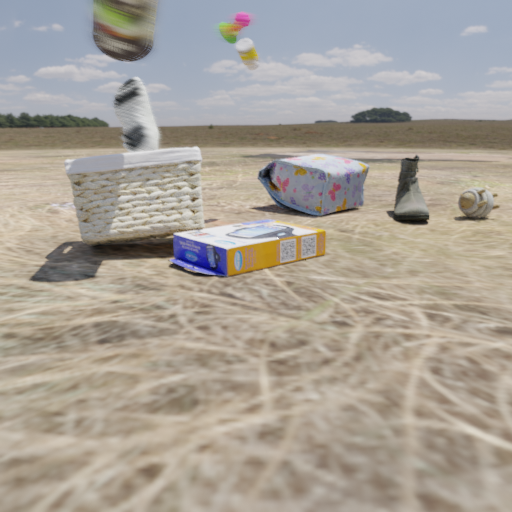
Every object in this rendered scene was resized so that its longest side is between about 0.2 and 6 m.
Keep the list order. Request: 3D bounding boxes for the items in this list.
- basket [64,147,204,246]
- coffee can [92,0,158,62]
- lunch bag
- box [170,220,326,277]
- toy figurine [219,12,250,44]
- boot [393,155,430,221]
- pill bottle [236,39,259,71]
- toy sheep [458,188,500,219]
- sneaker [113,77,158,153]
[{"bbox_3d":[-2.070,-1.007,9.991,2.293,1.414,1.554,-7,-1,-9],"label":"basket"},{"bbox_3d":[-1.921,-3.642,8.210,0.926,0.926,1.265,-4,-19,-17],"label":"coffee can"},{"bbox_3d":[1.456,-1.920,14.636,2.277,1.448,1.931,24,27,37],"label":"lunch bag"},{"bbox_3d":[-0.192,-0.176,9.327,2.467,0.512,1.468,-9,16,-41],"label":"box"},{"bbox_3d":[-0.400,-5.342,12.932,0.666,0.543,0.723,-24,19,39],"label":"toy figurine"},{"bbox_3d":[3.642,-1.644,13.311,0.759,1.464,2.242,1,14,6],"label":"boot"},{"bbox_3d":[-0.170,-4.445,12.410,0.372,0.372,0.668,5,-22,21],"label":"pill bottle"},{"bbox_3d":[5.246,-1.242,13.237,1.186,0.817,0.817,14,4,-35],"label":"toy sheep"},{"bbox_3d":[-2.413,-2.785,11.512,0.722,1.922,0.779,-19,-23,16],"label":"sneaker"}]
